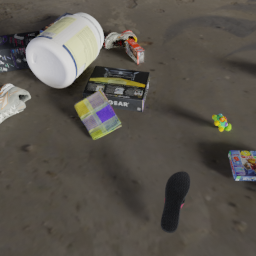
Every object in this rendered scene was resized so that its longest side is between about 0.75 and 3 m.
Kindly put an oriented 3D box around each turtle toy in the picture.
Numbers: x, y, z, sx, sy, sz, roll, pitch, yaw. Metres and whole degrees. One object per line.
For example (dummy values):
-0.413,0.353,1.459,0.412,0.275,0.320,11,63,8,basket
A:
3.269,-0.177,9.716,0.399,0.789,0.575,-34,24,23,turtle toy

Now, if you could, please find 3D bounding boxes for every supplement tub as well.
-2.481,-3.294,11.604,2.155,2.155,2.973,18,49,16,supplement tub

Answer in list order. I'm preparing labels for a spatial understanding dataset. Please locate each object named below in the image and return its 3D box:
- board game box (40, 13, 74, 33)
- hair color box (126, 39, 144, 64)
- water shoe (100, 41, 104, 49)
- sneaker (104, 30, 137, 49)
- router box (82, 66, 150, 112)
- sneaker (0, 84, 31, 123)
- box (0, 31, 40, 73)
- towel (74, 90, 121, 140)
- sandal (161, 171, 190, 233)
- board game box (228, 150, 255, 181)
-3.258,-5.308,14.739,1.564,0.399,2.309,19,49,18,board game box
0.312,-3.533,12.887,0.373,0.647,1.166,-22,50,-19,hair color box
-1.423,-4.080,13.558,0.386,0.426,1.078,10,47,10,water shoe
-0.353,-4.237,13.526,1.793,0.698,0.736,-26,53,-22,sneaker
-0.406,-1.584,11.050,2.334,0.610,1.835,9,47,8,router box
-4.372,-0.742,10.123,1.071,0.882,2.329,12,49,6,sneaker
-4.837,-3.391,12.413,2.122,1.125,1.297,-12,48,-11,box
-1.088,-0.487,9.902,1.183,0.188,1.647,-28,68,-7,towel
1.232,1.944,7.481,0.617,0.370,1.643,14,74,14,sandal
3.921,1.156,8.599,1.444,0.249,0.977,2,48,2,board game box
